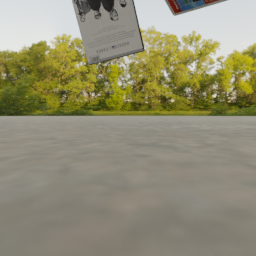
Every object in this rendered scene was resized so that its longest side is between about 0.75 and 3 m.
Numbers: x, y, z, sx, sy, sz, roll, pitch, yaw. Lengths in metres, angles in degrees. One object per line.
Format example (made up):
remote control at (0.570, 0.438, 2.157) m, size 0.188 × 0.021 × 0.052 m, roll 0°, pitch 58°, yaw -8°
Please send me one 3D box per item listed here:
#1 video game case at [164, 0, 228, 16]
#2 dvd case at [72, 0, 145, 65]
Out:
video game case at (1.401, -2.838, 4.381) m, size 2.548 × 0.222 × 1.822 m, roll 2°, pitch -32°, yaw 43°
dvd case at (-0.673, -3.439, 8.727) m, size 1.914 × 2.547 × 0.315 m, roll -10°, pitch 14°, yaw 17°
